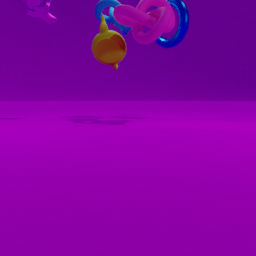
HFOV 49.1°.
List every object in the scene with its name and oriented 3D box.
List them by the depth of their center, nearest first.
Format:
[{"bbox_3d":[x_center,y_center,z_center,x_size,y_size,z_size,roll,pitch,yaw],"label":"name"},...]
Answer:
[{"bbox_3d":[0.618,-3.168,8.228,1.959,0.905,1.833,-10,44,-10],"label":"knot shape"},{"bbox_3d":[-0.646,-2.858,9.584,1.180,1.897,0.929,-10,36,10],"label":"teapot"},{"bbox_3d":[-2.941,-4.254,9.690,1.614,0.973,1.161,-4,-15,28],"label":"monkey head"},{"bbox_3d":[1.515,-3.878,10.357,0.365,1.824,1.824,-11,11,-37],"label":"ring"},{"bbox_3d":[-0.241,-4.147,10.642,1.695,0.837,1.811,31,11,29],"label":"knot shape"}]
